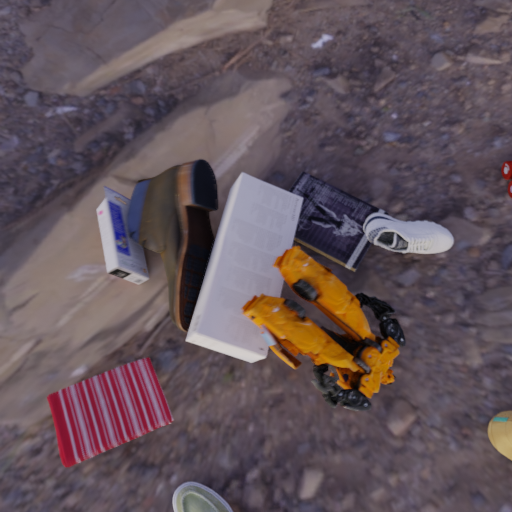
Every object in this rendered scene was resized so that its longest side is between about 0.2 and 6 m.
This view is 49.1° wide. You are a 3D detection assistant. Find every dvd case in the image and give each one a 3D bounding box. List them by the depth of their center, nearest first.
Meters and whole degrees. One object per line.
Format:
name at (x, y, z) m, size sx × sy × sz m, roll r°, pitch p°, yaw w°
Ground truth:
dvd case at (1.431, -0.725, 11.187) m, size 1.991 × 0.159 × 1.480 m, roll 28°, pitch 66°, yaw 15°

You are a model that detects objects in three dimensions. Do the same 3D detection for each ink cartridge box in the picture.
ink cartridge box at (-2.550, -0.394, 10.609) m, size 0.337 × 0.861 × 1.818 m, roll -26°, pitch 62°, yaw 21°

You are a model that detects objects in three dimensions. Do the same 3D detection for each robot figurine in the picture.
robot figurine at (1.218, 1.239, 9.292) m, size 2.793 × 0.813 × 2.025 m, roll 42°, pitch 69°, yaw -13°

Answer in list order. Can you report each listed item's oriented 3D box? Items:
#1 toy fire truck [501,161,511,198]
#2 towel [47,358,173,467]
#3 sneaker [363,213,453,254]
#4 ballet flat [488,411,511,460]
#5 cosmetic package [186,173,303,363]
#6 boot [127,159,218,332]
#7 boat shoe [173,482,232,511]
toy fire truck at (5.505, -1.709, 11.249) m, size 0.648 × 0.970 × 1.156 m, roll -4°, pitch 62°, yaw -2°
towel at (-2.425, 2.532, 9.228) m, size 1.816 × 0.204 × 1.313 m, roll -19°, pitch 56°, yaw -16°
sneaker at (2.880, -0.288, 10.468) m, size 1.750 × 0.668 × 0.704 m, roll 7°, pitch 26°, yaw -7°
ballet flat at (5.053, 3.336, 8.629) m, size 2.891 × 0.911 × 0.992 m, roll 25°, pitch 69°, yaw 13°
cosmetic package at (-0.168, 0.192, 10.070) m, size 1.302 × 0.799 × 3.155 m, roll 21°, pitch 66°, yaw -13°
boot at (-1.615, -0.167, 10.555) m, size 1.542 × 1.188 × 3.181 m, roll -4°, pitch 75°, yaw 30°
boat shoe at (-0.479, 4.229, 8.308) m, size 0.754 × 0.650 × 2.095 m, roll -39°, pitch 69°, yaw -18°
